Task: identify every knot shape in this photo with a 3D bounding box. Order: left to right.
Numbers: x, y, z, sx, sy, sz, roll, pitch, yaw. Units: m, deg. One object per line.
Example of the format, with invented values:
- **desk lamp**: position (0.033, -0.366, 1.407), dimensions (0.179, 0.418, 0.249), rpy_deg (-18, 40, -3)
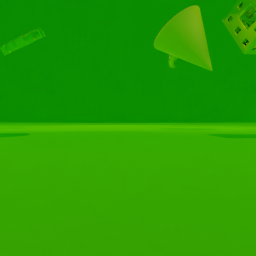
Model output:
- **knot shape**: position (2.191, -3.507, 12.714), dimensions (0.784, 1.589, 1.698), rpy_deg (9, 13, -20)

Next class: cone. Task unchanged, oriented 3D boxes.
- **cone**: position (1.912, -2.287, 8.122), dimensions (1.658, 1.665, 1.658), rpy_deg (-35, -10, -7)

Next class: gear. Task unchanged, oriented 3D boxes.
- **gear**: position (-3.509, -2.896, 9.393), dimensions (1.498, 0.277, 1.498), rpy_deg (-22, 22, 9)

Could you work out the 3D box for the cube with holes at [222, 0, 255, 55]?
- **cube with holes**: position (3.882, -3.076, 7.942), dimensions (1.376, 1.376, 1.376), rpy_deg (-6, -28, -29)
